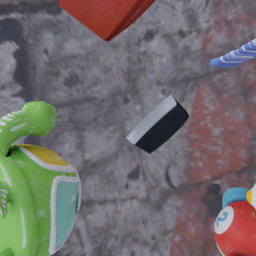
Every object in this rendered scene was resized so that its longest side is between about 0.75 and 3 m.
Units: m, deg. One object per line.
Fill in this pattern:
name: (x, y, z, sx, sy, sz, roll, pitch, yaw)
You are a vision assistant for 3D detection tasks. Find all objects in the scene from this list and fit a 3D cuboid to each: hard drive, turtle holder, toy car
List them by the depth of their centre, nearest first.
toy car: (2.589, 1.461, 5.026, 2.054, 2.141, 2.322, -2, 121, 20)
turtle holder: (-1.969, 1.091, 5.130, 2.100, 1.963, 2.764, -21, 84, 37)
hard drive: (0.667, -0.017, 5.902, 1.286, 0.867, 0.272, -44, 48, 10)

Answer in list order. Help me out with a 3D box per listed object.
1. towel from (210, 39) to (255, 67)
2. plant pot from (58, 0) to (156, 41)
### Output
towel: (2.341, -1.488, 4.724, 1.724, 1.248, 0.206, -25, 86, 40)
plant pot: (-0.292, -2.679, 5.149, 1.728, 1.730, 1.524, 37, 131, -3)
